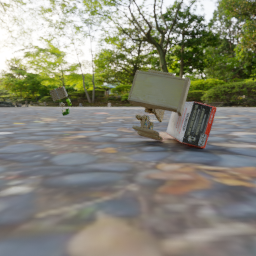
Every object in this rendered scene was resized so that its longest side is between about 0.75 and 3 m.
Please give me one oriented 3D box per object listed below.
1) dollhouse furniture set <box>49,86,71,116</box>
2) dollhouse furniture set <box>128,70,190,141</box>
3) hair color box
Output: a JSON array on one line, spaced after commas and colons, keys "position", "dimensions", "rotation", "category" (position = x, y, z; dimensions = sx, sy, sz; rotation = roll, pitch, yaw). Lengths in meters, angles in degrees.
[{"position": [-2.115, -0.893, 8.955], "dimensions": [0.473, 0.946, 0.365], "rotation": [-20, 25, -4], "category": "dollhouse furniture set"}, {"position": [0.651, -0.447, 5.099], "dimensions": [0.889, 1.174, 1.339], "rotation": [13, -10, 19], "category": "dollhouse furniture set"}, {"position": [1.132, -0.107, 5.265], "dimensions": [0.439, 0.727, 1.432], "rotation": [15, 5, -3], "category": "hair color box"}]
